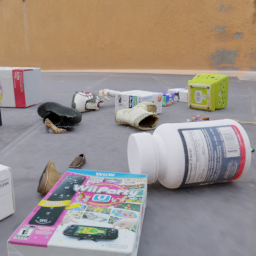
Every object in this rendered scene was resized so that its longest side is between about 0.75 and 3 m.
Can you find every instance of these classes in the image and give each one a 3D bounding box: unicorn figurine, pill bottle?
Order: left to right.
[{"bbox_3d":[-0.738,-1.767,15.207,1.776,0.656,1.220,23,18,-21],"label":"unicorn figurine"},{"bbox_3d":[1.239,0.561,6.070,2.343,1.401,1.401,-4,15,-13],"label":"pill bottle"}]

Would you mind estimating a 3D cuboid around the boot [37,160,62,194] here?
[{"bbox_3d":[-1.661,1.106,6.149,0.496,0.484,1.314,21,10,-17],"label":"boot"}]

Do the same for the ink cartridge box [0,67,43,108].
[{"bbox_3d":[-6.522,-2.305,15.515,2.827,2.045,2.054,2,15,9],"label":"ink cartridge box"}]

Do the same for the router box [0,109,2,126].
[{"bbox_3d":[-5.508,-0.803,10.496,0.455,1.743,1.371,7,16,25],"label":"router box"}]

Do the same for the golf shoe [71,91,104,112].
[{"bbox_3d":[-2.023,-1.289,13.875,1.158,1.015,2.630,13,19,9],"label":"golf shoe"}]

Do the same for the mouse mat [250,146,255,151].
[{"bbox_3d":[2.921,0.365,9.374,1.896,0.089,2.356,1,16,5],"label":"mouse mat"}]

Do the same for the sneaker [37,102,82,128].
[{"bbox_3d":[-2.952,-0.509,11.158,2.728,0.819,1.423,12,14,26],"label":"sneaker"}]

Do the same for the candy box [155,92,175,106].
[{"bbox_3d":[1.699,-1.681,15.974,1.567,0.604,1.325,7,15,29],"label":"candy box"}]

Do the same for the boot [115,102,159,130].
[{"bbox_3d":[0.730,-0.484,11.234,2.088,0.752,1.614,-18,21,-34],"label":"boot"}]

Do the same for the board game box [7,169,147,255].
[{"bbox_3d":[-0.565,1.399,4.355,1.570,0.684,2.128,3,15,8],"label":"board game box"}]

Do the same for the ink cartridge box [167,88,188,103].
[{"bbox_3d":[3.335,-1.997,17.040,1.129,0.652,1.556,-12,19,-38],"label":"ink cartridge box"}]

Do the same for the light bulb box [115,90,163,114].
[{"bbox_3d":[0.512,-1.167,13.224,1.636,1.021,1.621,14,20,40],"label":"light bulb box"}]

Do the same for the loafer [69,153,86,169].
[{"bbox_3d":[-1.298,0.859,7.092,0.296,0.288,0.810,2,15,8],"label":"loafer"}]

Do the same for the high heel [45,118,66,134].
[{"bbox_3d":[-2.623,-0.078,10.112,0.754,0.537,0.269,0,15,-1],"label":"high heel"}]

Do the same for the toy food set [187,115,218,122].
[{"bbox_3d":[3.186,-0.349,11.742,1.382,0.218,0.879,2,15,8],"label":"toy food set"}]

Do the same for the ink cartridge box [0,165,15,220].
[{"bbox_3d":[-3.354,1.125,4.834,2.245,0.930,1.647,9,18,31],"label":"ink cartridge box"}]

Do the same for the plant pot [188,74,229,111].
[{"bbox_3d":[4.033,-1.799,14.457,1.724,1.732,1.572,13,27,41],"label":"plant pot"}]

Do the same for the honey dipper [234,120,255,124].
[{"bbox_3d":[4.759,-0.206,11.350,1.003,0.190,0.190,6,16,8],"label":"honey dipper"}]
